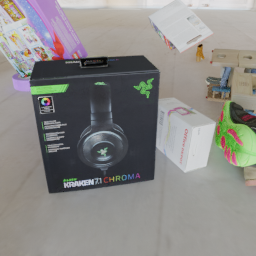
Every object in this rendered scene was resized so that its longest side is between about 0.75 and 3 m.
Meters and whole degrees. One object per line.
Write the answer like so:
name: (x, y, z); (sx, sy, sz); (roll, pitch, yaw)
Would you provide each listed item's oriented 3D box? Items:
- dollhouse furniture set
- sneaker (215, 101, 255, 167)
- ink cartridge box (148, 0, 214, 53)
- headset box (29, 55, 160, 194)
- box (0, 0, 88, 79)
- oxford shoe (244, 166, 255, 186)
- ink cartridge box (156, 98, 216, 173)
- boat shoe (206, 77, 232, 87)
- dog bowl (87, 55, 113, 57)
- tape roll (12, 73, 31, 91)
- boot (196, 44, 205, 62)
dollhouse furniture set: (3.275, -1.145, 8.737); (1.608, 1.617, 2.294); (8, 48, 15)
sneaker: (2.759, 0.164, 6.471); (1.209, 1.108, 2.887); (11, 23, 5)
ink cartridge box: (1.695, -3.193, 9.092); (1.213, 0.560, 2.226); (-30, 56, 3)
headset box: (-0.604, -0.182, 5.591); (2.238, 2.571, 1.192); (-5, 29, -11)
box: (-2.223, -2.309, 5.550); (1.850, 2.703, 0.529); (-1, 44, 35)
oxford shoe: (2.953, 0.889, 5.699); (1.224, 0.452, 0.433); (-5, -14, -12)
ink cartridge box: (1.196, 0.106, 6.552); (0.670, 1.144, 1.584); (-10, 30, -24)
boat shoe: (3.799, -1.831, 10.845); (1.639, 0.506, 0.597); (25, 37, 38)
dog bowl: (-1.268, -1.251, 8.717); (2.759, 1.087, 2.759); (-5, 34, 4)
tape roll: (-3.815, -1.873, 11.005); (1.328, 0.436, 1.328); (-1, 29, 0)
boot: (3.763, -3.929, 14.433); (0.400, 0.813, 1.136); (13, 31, 21)
